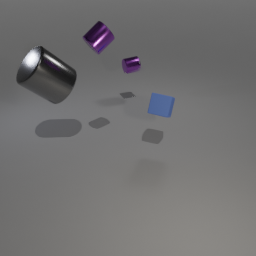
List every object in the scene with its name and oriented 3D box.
[{"bbox_3d":[1.138,-0.769,9.504,0.700,0.700,0.700,14,7,16],"label":"cube"},{"bbox_3d":[-2.651,-1.705,9.176,1.400,1.400,1.400,32,5,-41],"label":"cylinder"},{"bbox_3d":[-0.880,-2.698,8.393,0.700,0.700,0.700,-45,38,0],"label":"cylinder"},{"bbox_3d":[0.149,-2.936,13.060,0.700,0.700,0.700,-16,32,-15],"label":"cylinder"}]
